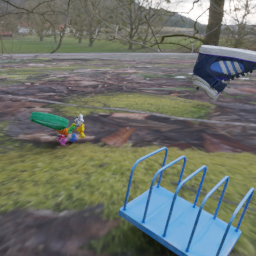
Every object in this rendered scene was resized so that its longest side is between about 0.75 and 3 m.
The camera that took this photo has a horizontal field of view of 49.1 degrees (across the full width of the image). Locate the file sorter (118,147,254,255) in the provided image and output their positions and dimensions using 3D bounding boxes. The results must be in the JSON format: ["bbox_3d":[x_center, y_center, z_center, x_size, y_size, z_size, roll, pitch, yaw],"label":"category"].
[{"bbox_3d":[0.703,0.876,3.385,1.288,0.790,0.894,24,25,32],"label":"file sorter"}]

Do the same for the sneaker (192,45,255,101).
[{"bbox_3d":[3.656,-1.839,10.099,2.618,1.917,1.055,14,25,15],"label":"sneaker"}]

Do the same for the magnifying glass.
[{"bbox_3d":[-1.652,-0.051,6.410,0.770,0.217,1.935,10,-8,1],"label":"magnifying glass"}]

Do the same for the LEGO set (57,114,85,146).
[{"bbox_3d":[-1.248,0.143,6.683,0.338,0.887,0.364,28,21,-44],"label":"LEGO set"}]
